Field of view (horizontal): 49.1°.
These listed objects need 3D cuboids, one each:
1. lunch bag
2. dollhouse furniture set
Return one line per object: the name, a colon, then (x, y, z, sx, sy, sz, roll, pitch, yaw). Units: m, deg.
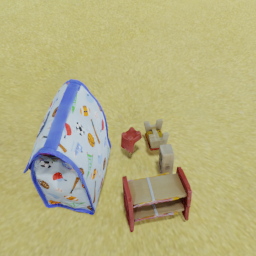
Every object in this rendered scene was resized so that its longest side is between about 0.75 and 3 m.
lunch bag: (-1.398, 0.470, 6.797, 1.631, 2.634, 2.239, 5, 51, 5)
dollhouse furniture set: (0.516, 1.097, 7.410, 1.501, 1.134, 2.790, -8, 39, -6)
